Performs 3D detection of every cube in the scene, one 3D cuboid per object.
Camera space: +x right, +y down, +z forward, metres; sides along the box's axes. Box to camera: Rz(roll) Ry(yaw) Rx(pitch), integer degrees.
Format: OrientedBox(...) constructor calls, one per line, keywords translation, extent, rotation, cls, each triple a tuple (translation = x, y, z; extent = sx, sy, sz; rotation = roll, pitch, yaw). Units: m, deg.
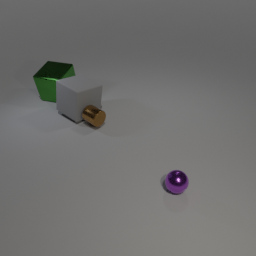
OrientedBox(translation=(-3.407, -2.188, 13.402), extent=(1.400, 1.400, 1.400), rotation=(11, 47, 16), cls="cube")
OrientedBox(translation=(-2.107, -1.321, 12.061), extent=(1.400, 1.400, 1.400), rotation=(30, 37, 31), cls="cube")

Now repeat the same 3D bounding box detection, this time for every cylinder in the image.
OrientedBox(translation=(-1.375, -0.500, 11.381), extent=(0.700, 0.700, 0.700), rotation=(29, 42, 31), cls="cylinder")

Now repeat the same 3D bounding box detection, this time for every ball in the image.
OrientedBox(translation=(1.456, 1.597, 8.344), extent=(0.700, 0.700, 0.700), rotation=(0, 32, 0), cls="ball")
